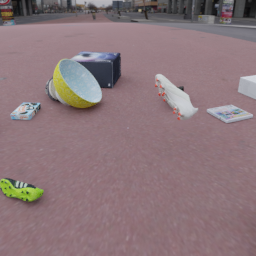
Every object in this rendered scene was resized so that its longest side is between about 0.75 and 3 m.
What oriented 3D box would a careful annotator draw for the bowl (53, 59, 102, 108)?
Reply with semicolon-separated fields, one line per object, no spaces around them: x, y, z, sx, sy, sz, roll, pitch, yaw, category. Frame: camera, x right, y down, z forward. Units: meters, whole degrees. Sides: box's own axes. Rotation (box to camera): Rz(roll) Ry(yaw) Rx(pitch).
-2.502;-1.767;12.642;1.307;2.429;2.429;-36;12;27;bowl

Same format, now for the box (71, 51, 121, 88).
-1.818;-3.412;16.086;2.499;1.540;2.479;4;28;8;box

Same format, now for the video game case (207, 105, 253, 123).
4.321;-0.618;11.942;1.404;0.166;1.278;-10;28;-22;video game case

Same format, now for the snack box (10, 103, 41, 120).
-4.380;-0.738;12.077;0.794;0.254;1.367;1;26;3;snack box

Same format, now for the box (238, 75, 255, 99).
6.547;-2.034;14.070;1.159;0.810;1.522;-10;28;-19;box

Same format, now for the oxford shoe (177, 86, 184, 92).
2.034;-1.497;13.100;0.944;0.813;2.236;5;15;16;oxford shoe

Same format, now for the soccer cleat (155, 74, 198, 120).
1.468;-1.015;8.751;0.687;0.614;1.772;-27;68;-13;soccer cleat

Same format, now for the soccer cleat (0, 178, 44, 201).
-2.776;1.592;7.255;1.307;0.441;0.530;12;6;28;soccer cleat

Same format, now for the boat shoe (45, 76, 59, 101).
-3.690;-1.989;14.285;0.937;1.086;2.989;-40;27;17;boat shoe
